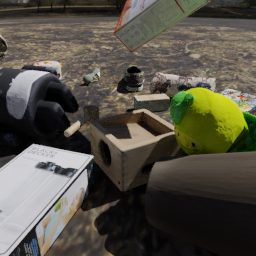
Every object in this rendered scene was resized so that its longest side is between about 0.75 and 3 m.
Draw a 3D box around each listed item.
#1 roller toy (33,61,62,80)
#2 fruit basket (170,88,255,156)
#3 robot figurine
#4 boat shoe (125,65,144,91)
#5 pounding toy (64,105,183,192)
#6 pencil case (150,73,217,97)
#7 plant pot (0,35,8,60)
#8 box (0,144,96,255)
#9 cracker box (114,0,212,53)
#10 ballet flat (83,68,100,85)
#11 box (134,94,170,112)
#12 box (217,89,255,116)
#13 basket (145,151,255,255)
[{"bbox_3d":[-3.608,-2.549,12.604,1.285,0.898,1.173,-6,27,-11],"label":"roller toy"},{"bbox_3d":[1.736,0.287,5.469,2.812,2.028,2.812,12,18,-4],"label":"fruit basket"},{"bbox_3d":[-2.919,-0.715,7.868,2.949,1.840,2.216,9,21,18],"label":"robot figurine"},{"bbox_3d":[0.303,-2.352,12.354,0.898,0.759,2.520,-1,26,-1],"label":"boat shoe"},{"bbox_3d":[-0.363,0.343,6.447,2.144,1.116,2.440,-14,30,-27],"label":"pounding toy"},{"bbox_3d":[2.056,-1.490,10.396,2.359,0.918,1.055,10,9,19],"label":"pencil case"},{"bbox_3d":[-8.315,-5.024,16.504,2.117,2.313,2.313,32,39,31],"label":"plant pot"},{"bbox_3d":[-1.782,1.304,4.874,1.506,0.776,2.583,9,27,18],"label":"box"},{"bbox_3d":[0.943,-3.114,6.632,2.574,0.743,1.724,-24,37,35],"label":"cracker box"},{"bbox_3d":[-1.534,-2.294,12.719,0.473,0.500,1.484,33,33,4],"label":"ballet flat"},{"bbox_3d":[0.805,-0.863,9.673,1.140,0.443,0.541,-6,27,-13],"label":"box"},{"bbox_3d":[3.405,-0.672,9.287,2.356,0.444,1.609,-22,34,-38],"label":"box"},{"bbox_3d":[1.464,1.170,4.343,2.126,1.917,1.446,3,-3,29],"label":"basket"}]
